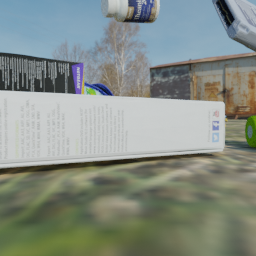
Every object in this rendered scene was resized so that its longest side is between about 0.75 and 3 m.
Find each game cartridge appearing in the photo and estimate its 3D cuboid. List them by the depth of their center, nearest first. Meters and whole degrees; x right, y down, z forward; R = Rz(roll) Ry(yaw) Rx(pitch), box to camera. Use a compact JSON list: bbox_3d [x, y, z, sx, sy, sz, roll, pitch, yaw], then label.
[{"bbox_3d":[3.420,-2.928,7.870,1.820,2.735,0.559,16,-46,-14],"label":"game cartridge"}]

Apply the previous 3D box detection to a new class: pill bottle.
[{"bbox_3d":[0.064,-4.047,9.354,1.797,0.997,0.997,-7,5,-24],"label":"pill bottle"}]

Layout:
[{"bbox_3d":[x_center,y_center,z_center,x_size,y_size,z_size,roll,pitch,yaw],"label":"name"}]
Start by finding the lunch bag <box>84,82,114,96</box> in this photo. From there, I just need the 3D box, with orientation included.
[{"bbox_3d":[-0.944,-0.335,5.280,1.570,1.001,1.335,16,-9,-39],"label":"lunch bag"}]

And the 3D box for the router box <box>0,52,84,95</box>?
[{"bbox_3d":[-1.226,-0.411,2.806,1.108,0.368,1.409,-1,1,-33],"label":"router box"}]

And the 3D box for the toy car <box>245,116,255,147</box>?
[{"bbox_3d":[1.687,-0.381,2.529,0.961,1.170,0.923,0,2,3],"label":"toy car"}]

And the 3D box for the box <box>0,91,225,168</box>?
[{"bbox_3d":[-0.714,-0.001,2.316,2.433,0.442,1.756,0,0,-29],"label":"box"}]

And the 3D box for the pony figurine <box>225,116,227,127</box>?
[{"bbox_3d":[2.818,-0.327,9.202,0.937,0.809,0.971,33,5,11],"label":"pony figurine"}]
